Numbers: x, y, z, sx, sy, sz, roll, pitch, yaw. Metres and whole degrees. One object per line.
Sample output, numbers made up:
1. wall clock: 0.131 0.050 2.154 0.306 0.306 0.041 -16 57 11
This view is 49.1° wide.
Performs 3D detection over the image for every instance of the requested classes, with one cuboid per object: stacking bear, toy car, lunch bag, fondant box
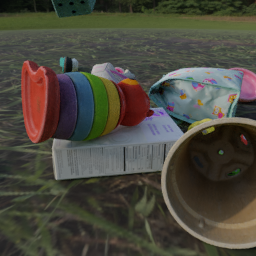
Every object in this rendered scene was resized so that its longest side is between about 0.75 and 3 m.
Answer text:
1. stacking bear: -0.667 -0.490 5.720 2.565 1.459 1.558 -4 19 -34
2. toy car: 2.501 0.363 6.769 2.328 0.519 2.190 8 26 19
3. lunch bag: 2.120 -1.095 8.845 2.620 1.598 2.232 13 27 18
4. fondant box: -0.266 0.260 6.699 2.813 0.819 2.029 -3 24 -9

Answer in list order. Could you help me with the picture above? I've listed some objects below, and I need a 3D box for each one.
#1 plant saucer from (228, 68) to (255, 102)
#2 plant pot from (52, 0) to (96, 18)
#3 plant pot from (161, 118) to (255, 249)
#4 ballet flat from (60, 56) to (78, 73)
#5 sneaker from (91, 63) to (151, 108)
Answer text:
1. plant saucer: 4.321 -1.599 10.726 1.614 0.409 1.614 2 57 -3
2. plant pot: -1.077 -2.850 5.178 1.003 1.420 1.004 -7 -21 0
3. plant pot: 1.673 0.635 4.816 1.980 1.980 1.812 6 14 13
4. ballet flat: -3.194 -3.504 15.290 0.886 0.881 2.590 1 23 -18
5. sneaker: -0.103 -1.023 8.021 1.177 1.277 2.894 -5 -11 23
